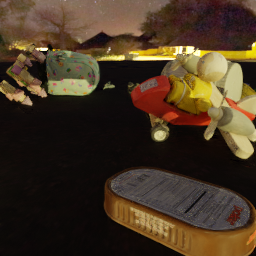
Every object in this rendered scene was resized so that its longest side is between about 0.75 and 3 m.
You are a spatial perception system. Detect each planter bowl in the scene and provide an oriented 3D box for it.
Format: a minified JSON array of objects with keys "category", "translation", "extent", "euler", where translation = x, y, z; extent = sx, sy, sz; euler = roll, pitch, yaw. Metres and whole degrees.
[{"category":"planter bowl","translation":[3.938,-0.864,9.431],"extent":[0.553,1.329,1.329],"euler":[-38,17,5]}]

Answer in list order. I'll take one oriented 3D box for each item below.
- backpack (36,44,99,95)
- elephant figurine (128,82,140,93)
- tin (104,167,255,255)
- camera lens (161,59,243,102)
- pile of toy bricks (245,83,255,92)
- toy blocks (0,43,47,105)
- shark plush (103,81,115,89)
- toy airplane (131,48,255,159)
[{"category":"backpack","translation":[-2.760,-2.515,13.206],"extent":[2.826,2.358,1.789],"euler":[2,35,-6]},{"category":"elephant figurine","translation":[0.202,-1.969,13.783],"extent":[0.809,0.573,0.628],"euler":[16,8,27]},{"category":"tin","translation":[0.603,1.028,3.762],"extent":[2.116,0.443,1.185],"euler":[12,24,35]},{"category":"camera lens","translation":[2.288,-1.310,9.111],"extent":[2.290,1.832,1.832],"euler":[12,20,37]},{"category":"pile of toy bricks","translation":[4.923,-1.094,10.545],"extent":[1.694,0.940,0.836],"euler":[17,56,21]},{"category":"toy blocks","translation":[-3.987,-1.935,11.565],"extent":[1.821,2.164,2.022],"euler":[39,-13,-28]},{"category":"shark plush","translation":[-1.081,-2.286,15.301],"extent":[0.365,0.399,0.877],"euler":[38,24,14]},{"category":"toy airplane","translation":[1.981,-0.763,6.708],"extent":[2.993,2.112,2.980],"euler":[31,43,27]}]
